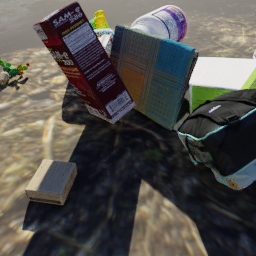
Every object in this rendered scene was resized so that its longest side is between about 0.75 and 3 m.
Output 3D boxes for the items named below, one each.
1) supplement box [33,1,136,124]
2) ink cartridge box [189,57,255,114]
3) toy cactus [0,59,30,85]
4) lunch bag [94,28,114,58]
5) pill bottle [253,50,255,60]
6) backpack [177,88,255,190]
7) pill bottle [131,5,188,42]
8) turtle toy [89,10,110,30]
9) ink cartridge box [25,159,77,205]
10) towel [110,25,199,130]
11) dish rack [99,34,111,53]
[{"bbox_3d":[-1.054,-1.513,6.889,0.838,2.754,1.499,-40,28,-16],"label":"supplement box"},{"bbox_3d":[2.254,-1.229,8.255,2.952,1.118,2.182,13,37,33],"label":"ink cartridge box"},{"bbox_3d":[-4.221,-1.989,9.720,1.424,0.728,1.175,4,45,-9],"label":"toy cactus"},{"bbox_3d":[-1.209,-2.550,9.680,1.914,1.535,0.738,-10,29,-4],"label":"lunch bag"},{"bbox_3d":[4.719,-2.249,9.301,0.910,0.910,1.634,10,26,14],"label":"pill bottle"},{"bbox_3d":[2.058,0.127,5.659,1.856,1.619,2.112,-35,15,-6],"label":"backpack"},{"bbox_3d":[1.082,-3.717,11.097,1.662,1.662,2.983,20,41,25],"label":"pill bottle"},{"bbox_3d":[-1.232,-3.913,11.672,1.130,1.629,2.235,-21,35,8],"label":"turtle toy"},{"bbox_3d":[-1.535,1.086,5.725,0.742,0.338,0.900,5,37,9],"label":"ink cartridge box"},{"bbox_3d":[0.459,-1.511,7.806,0.318,2.149,2.931,-9,32,-44],"label":"towel"},{"bbox_3d":[-0.946,-2.018,8.719,0.374,1.717,1.474,17,35,-6],"label":"dish rack"}]
